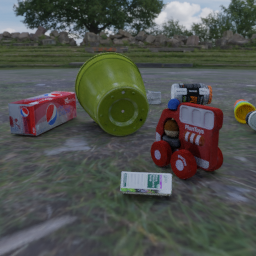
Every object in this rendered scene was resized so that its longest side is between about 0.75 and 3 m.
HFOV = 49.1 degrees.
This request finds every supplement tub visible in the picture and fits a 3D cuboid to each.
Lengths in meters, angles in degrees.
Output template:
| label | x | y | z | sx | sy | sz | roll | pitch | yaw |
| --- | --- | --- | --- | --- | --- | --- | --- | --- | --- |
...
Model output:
| label | x | y | z | sx | sy | sz | roll | pitch | yaw |
| --- | --- | --- | --- | --- | --- | --- | --- | --- | --- |
| supplement tub | 2.915 | -1.518 | 12.952 | 1.752 | 1.073 | 1.073 | -1 | 15 | 2 |

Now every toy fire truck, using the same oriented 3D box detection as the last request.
| label | x | y | z | sx | sy | sz | roll | pitch | yaw |
| --- | --- | --- | --- | --- | --- | --- | --- | --- | --- |
| toy fire truck | 1.214 | 0.148 | 5.894 | 0.975 | 1.460 | 1.739 | -8 | 18 | -31 |

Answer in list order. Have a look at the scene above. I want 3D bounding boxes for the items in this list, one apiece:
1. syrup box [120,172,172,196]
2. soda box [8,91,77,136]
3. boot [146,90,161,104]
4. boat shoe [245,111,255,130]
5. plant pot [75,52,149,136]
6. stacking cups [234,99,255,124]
| label | x | y | z | sx | sy | sz | roll | pitch | yaw |
| --- | --- | --- | --- | --- | --- | --- | --- | --- | --- |
| syrup box | 0.320 | 0.959 | 4.814 | 0.854 | 0.336 | 0.348 | 1 | -19 | 8 |
| soda box | -2.749 | -0.575 | 9.511 | 0.911 | 1.006 | 2.873 | 4 | 15 | 14 |
| boot | 0.955 | -1.538 | 13.848 | 1.370 | 0.655 | 0.504 | 1 | 15 | 2 |
| boat shoe | 4.375 | -0.262 | 9.030 | 2.001 | 0.757 | 0.604 | 5 | 11 | -32 |
| plant pot | -0.403 | -0.954 | 8.967 | 2.439 | 2.439 | 2.349 | -3 | 27 | -13 |
| stacking cups | 4.515 | -0.726 | 10.868 | 0.737 | 0.737 | 2.436 | 5 | 13 | 20 |
